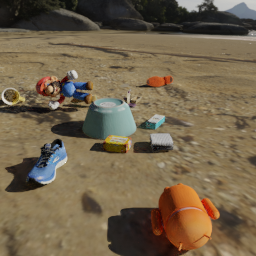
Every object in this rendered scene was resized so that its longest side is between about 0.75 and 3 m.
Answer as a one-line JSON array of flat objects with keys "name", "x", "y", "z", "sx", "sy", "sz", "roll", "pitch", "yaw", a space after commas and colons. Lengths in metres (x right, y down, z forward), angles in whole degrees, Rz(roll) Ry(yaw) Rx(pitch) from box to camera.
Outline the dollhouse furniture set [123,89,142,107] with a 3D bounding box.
[{"name": "dollhouse furniture set", "x": 0.106, "y": -1.563, "z": 13.190, "sx": 0.874, "sy": 0.783, "sz": 1.103, "roll": 12, "pitch": 26, "yaw": 26}]

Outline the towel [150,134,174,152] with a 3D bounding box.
[{"name": "towel", "x": 1.074, "y": 0.475, "z": 9.059, "sx": 0.704, "sy": 0.364, "sz": 0.850, "roll": 1, "pitch": 22, "yaw": -2}]

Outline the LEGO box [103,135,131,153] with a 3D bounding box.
[{"name": "LEGO box", "x": -0.340, "y": 0.508, "z": 9.025, "sx": 0.782, "sy": 0.302, "sz": 0.582, "roll": 7, "pitch": 24, "yaw": 15}]

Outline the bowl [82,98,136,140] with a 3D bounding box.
[{"name": "bowl", "x": -0.686, "y": -0.461, "z": 10.333, "sx": 2.013, "sy": 1.053, "sz": 2.013, "roll": 1, "pitch": 23, "yaw": 0}]

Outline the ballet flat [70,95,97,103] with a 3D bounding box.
[{"name": "ballet flat", "x": -2.020, "y": -1.367, "z": 12.792, "sx": 1.309, "sy": 0.413, "sz": 0.449, "roll": 1, "pitch": 23, "yaw": 12}]

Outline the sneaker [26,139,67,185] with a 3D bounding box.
[{"name": "sneaker", "x": -2.221, "y": 0.855, "z": 7.587, "sx": 0.724, "sy": 0.821, "sz": 1.843, "roll": 3, "pitch": 24, "yaw": 7}]

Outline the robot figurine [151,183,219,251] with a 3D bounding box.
[{"name": "robot figurine", "x": 1.082, "y": 1.733, "z": 5.515, "sx": 1.093, "sy": 0.886, "sz": 1.519, "roll": 19, "pitch": 19, "yaw": -13}]

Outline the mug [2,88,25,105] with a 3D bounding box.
[{"name": "mug", "x": -5.518, "y": -1.469, "z": 13.303, "sx": 0.780, "sy": 0.974, "sz": 0.799, "roll": -42, "pitch": 26, "yaw": -10}]

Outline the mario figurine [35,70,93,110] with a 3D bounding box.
[{"name": "mario figurine", "x": -2.754, "y": -1.586, "z": 11.917, "sx": 2.398, "sy": 1.271, "sz": 1.480, "roll": 6, "pitch": 67, "yaw": -1}]

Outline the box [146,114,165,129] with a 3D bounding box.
[{"name": "box", "x": 1.077, "y": -0.247, "z": 10.846, "sx": 0.396, "sy": 0.237, "sz": 0.963, "roll": 12, "pitch": 26, "yaw": 26}]

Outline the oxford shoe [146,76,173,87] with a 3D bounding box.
[{"name": "oxford shoe", "x": 1.756, "y": -2.673, "z": 16.210, "sx": 1.687, "sy": 0.601, "sz": 0.615, "roll": -7, "pitch": 3, "yaw": -23}]
